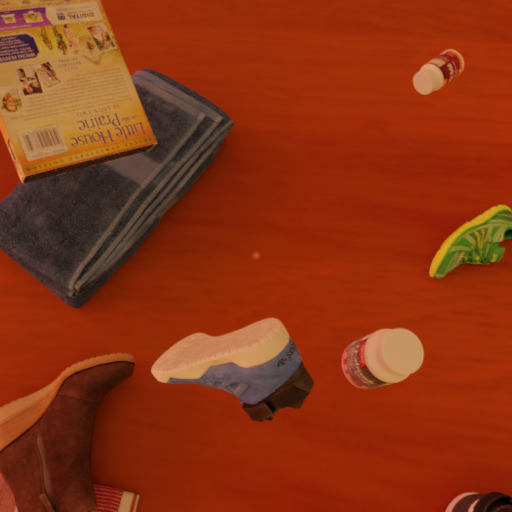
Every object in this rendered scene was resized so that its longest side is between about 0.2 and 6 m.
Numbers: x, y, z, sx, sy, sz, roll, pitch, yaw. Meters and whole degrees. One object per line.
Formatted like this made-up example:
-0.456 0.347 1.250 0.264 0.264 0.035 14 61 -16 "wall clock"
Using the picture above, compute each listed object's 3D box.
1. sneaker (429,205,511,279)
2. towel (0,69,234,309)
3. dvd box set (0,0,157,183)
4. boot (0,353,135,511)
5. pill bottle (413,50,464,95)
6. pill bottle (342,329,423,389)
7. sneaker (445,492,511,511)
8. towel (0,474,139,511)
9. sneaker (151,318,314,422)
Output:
3.766 -0.169 9.519 1.906 0.706 0.796 -33 68 -12 "sneaker"
-2.569 -1.398 9.808 2.413 1.049 4.322 33 73 13 "towel"
-2.386 -2.182 6.720 1.691 0.340 2.311 -23 92 -29 "dvd box set"
-2.598 2.725 8.234 2.377 0.860 1.977 -27 64 -3 "boot"
2.582 -2.601 7.954 0.698 0.399 0.399 -38 73 -21 "pill bottle"
1.624 1.324 7.246 0.684 1.181 0.684 5 70 -12 "pill bottle"
4.042 4.517 7.049 3.434 1.921 1.254 40 74 14 "sneaker"
-2.908 4.049 8.155 2.105 0.239 1.516 10 67 2 "towel"
-0.276 1.475 6.599 1.144 2.056 0.789 59 36 -16 "sneaker"
